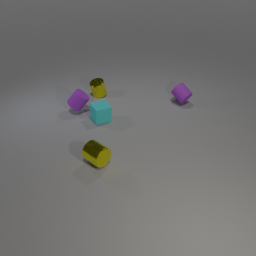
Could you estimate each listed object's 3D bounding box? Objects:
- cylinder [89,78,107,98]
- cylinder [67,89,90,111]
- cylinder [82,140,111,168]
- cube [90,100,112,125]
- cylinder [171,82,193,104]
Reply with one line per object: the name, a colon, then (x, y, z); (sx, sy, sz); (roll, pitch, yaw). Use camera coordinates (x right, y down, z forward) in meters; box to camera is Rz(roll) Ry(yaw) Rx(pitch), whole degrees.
cylinder: (-1.425, -1.921, 13.430); (0.700, 0.700, 0.700); (-6, 48, 7)
cylinder: (-2.112, -1.192, 11.908); (0.700, 0.700, 0.700); (38, 19, -16)
cylinder: (-1.021, 0.828, 9.109); (0.700, 0.700, 0.700); (28, 42, 33)
cube: (-1.123, -0.646, 11.516); (0.700, 0.700, 0.700); (-15, 38, -25)
cylinder: (2.447, -1.587, 12.739); (0.700, 0.700, 0.700); (-28, 73, -37)
